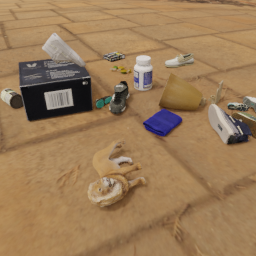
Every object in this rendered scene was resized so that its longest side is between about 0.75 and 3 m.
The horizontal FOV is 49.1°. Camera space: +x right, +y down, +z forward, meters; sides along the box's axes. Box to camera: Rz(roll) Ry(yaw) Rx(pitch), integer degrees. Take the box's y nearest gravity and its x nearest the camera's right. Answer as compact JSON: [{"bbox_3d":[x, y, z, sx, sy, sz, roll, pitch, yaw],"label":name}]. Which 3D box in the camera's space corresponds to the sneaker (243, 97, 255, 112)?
[{"bbox_3d":[5.941,-1.016,12.637,0.650,0.571,1.623,-7,34,-16],"label":"sneaker"}]

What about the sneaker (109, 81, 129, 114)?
[{"bbox_3d":[-0.410,-1.518,12.970,0.744,1.013,2.240,6,34,10],"label":"sneaker"}]

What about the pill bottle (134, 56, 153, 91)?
[{"bbox_3d":[0.784,-2.823,14.387,0.961,1.605,0.961,0,34,0],"label":"pill bottle"}]

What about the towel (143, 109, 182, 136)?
[{"bbox_3d":[1.457,-0.214,11.660,1.110,0.372,1.503,30,43,27],"label":"towel"}]

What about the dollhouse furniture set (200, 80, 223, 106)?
[{"bbox_3d":[3.689,-1.709,13.274,1.218,0.992,1.158,18,38,25],"label":"dollhouse furniture set"}]

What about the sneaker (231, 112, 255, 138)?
[{"bbox_3d":[5.122,-0.115,11.204,0.844,0.631,1.881,-13,41,-43],"label":"sneaker"}]

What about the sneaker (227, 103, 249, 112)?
[{"bbox_3d":[5.054,-1.030,12.845,0.930,0.361,0.401,11,32,16],"label":"sneaker"}]

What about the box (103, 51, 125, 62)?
[{"bbox_3d":[-0.902,-4.688,18.385,1.133,0.278,0.913,-24,38,-31],"label":"box"}]

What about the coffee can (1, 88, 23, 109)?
[{"bbox_3d":[-5.393,-1.382,13.048,0.947,0.693,0.693,28,43,35],"label":"coffee can"}]

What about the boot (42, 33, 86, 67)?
[{"bbox_3d":[-2.363,-2.645,10.335,0.800,1.675,0.616,-46,38,4],"label":"boot"}]

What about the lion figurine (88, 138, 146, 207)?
[{"bbox_3d":[-0.574,1.344,8.917,1.764,1.043,2.880,-17,23,-11],"label":"lion figurine"}]

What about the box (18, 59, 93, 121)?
[{"bbox_3d":[-3.369,-1.955,12.954,2.910,1.737,2.959,-11,35,-15],"label":"box"}]

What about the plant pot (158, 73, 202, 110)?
[{"bbox_3d":[2.424,-1.473,12.655,1.683,1.568,1.568,20,37,6],"label":"plant pot"}]

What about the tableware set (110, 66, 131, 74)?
[{"bbox_3d":[-0.415,-3.441,16.629,1.282,0.197,0.864,13,33,21],"label":"tableware set"}]

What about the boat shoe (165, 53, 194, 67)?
[{"bbox_3d":[3.181,-4.214,17.311,1.969,0.673,0.736,-13,36,-18],"label":"boat shoe"}]

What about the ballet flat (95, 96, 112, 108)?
[{"bbox_3d":[-1.230,-1.217,13.120,0.431,0.429,1.261,11,24,32],"label":"ballet flat"}]

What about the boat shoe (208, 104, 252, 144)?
[{"bbox_3d":[4.057,-0.174,11.265,1.019,0.820,2.197,-1,42,-10],"label":"boat shoe"}]
